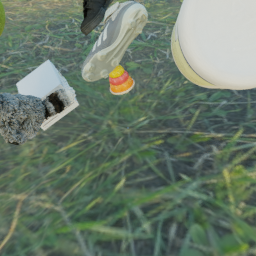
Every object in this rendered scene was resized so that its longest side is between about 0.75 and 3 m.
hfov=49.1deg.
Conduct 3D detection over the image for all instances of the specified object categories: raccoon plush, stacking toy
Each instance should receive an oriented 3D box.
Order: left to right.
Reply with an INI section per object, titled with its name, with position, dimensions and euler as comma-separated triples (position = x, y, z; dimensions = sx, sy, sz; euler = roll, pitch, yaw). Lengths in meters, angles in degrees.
[raccoon plush]
position = -1.839, -0.532, 4.663
dimensions = 0.820, 1.135, 1.695
euler = 30, 66, 34
[stacking toy]
position = -0.263, -1.339, 6.910
dimensions = 0.662, 0.906, 0.662
euler = -13, 41, 12

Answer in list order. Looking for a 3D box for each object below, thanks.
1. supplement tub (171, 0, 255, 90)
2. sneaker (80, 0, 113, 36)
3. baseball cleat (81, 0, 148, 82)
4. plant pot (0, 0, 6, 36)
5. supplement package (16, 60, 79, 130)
[supplement tub]
position = 2.012, -1.892, 5.845
dimensions = 2.138, 2.138, 2.949
euler = 4, 9, 4
[sneaker]
position = -1.033, -3.776, 7.650
dimensions = 0.745, 1.295, 2.482
euler = -13, 45, 51
[baseball cleat]
position = -0.384, -1.869, 5.992
dimensions = 1.902, 0.663, 1.012
euler = -45, 50, 10
[plant pot]
position = -4.366, -3.020, 7.095
dimensions = 1.801, 1.801, 1.925
euler = -3, 12, -3
[supplement package]
position = -1.956, -0.824, 6.732
dimensions = 1.044, 0.743, 1.341
euler = -37, 45, 2
